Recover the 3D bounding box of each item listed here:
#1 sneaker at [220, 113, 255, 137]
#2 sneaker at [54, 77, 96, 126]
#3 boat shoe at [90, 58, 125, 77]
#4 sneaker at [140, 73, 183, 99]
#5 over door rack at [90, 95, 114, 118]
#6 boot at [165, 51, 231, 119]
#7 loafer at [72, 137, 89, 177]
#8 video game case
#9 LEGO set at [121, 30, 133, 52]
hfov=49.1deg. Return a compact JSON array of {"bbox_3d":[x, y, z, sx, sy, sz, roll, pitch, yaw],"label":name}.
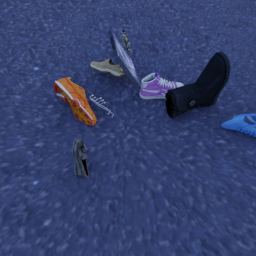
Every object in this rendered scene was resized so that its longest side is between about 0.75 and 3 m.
[{"bbox_3d":[3.904,-0.017,8.536,2.078,0.685,0.815,-2,79,9],"label":"sneaker"},{"bbox_3d":[-1.609,-0.959,9.171,0.821,0.777,2.129,-27,66,-30],"label":"sneaker"},{"bbox_3d":[-0.700,-2.276,10.152,1.403,0.534,0.503,18,25,16],"label":"boat shoe"},{"bbox_3d":[1.210,-1.485,9.569,1.604,0.914,0.581,-10,50,-9],"label":"sneaker"},{"bbox_3d":[-0.798,-0.732,9.031,0.843,0.623,0.281,41,89,12],"label":"over door rack"},{"bbox_3d":[2.076,-1.241,8.641,1.743,2.075,0.792,-18,54,-18],"label":"boot"},{"bbox_3d":[-1.225,0.805,7.560,0.384,1.220,0.438,17,35,19],"label":"loafer"},{"bbox_3d":[-0.130,-2.318,9.465,0.192,1.447,2.026,-30,40,13],"label":"video game case"},{"bbox_3d":[-0.140,-3.360,10.902,0.352,1.243,0.807,-25,67,6],"label":"LEGO set"}]
